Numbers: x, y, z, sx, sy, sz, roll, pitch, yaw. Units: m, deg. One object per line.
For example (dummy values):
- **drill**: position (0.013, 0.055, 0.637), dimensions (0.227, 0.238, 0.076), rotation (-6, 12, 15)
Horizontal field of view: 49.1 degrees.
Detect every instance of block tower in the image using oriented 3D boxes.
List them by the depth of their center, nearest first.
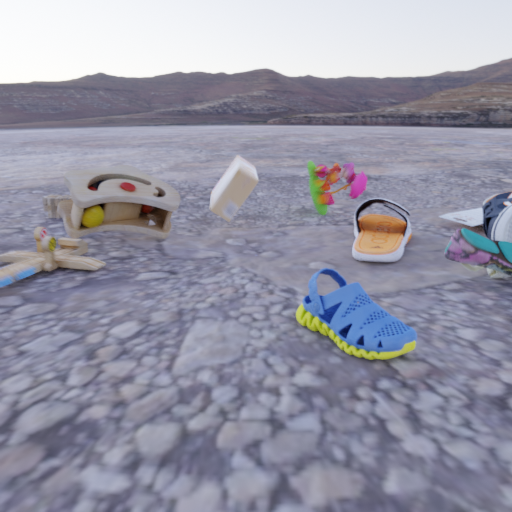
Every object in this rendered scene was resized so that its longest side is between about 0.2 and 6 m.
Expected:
- **block tower**: position (-3.925, -1.145, 12.913), dimensions (1.790, 0.483, 0.517), rotation (1, 17, 2)

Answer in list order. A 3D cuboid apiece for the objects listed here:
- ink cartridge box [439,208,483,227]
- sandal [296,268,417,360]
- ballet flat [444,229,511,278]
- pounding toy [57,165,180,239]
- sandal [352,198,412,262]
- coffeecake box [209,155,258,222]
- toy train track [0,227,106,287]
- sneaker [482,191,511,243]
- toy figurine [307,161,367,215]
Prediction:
- **ink cartridge box**: position (4.693, -0.718, 11.904), dimensions (1.258, 0.297, 1.007), rotation (-12, 20, -23)
- **sandal**: position (1.090, 0.640, 6.429), dimensions (0.677, 0.742, 1.704), rotation (-11, 21, -38)
- **ballet flat**: position (3.563, 0.045, 8.482), dimensions (1.679, 0.597, 0.580), rotation (15, 43, -19)
- **pounding toy**: position (-2.508, -0.718, 10.832), dimensions (1.563, 1.568, 2.733), rotation (38, 33, 25)
- **sandal**: position (2.387, -0.627, 10.497), dimensions (1.132, 0.846, 2.954), rotation (4, 17, 12)
- **coffeecake box**: position (-0.481, -1.453, 11.852), dimensions (0.507, 1.066, 1.388), rotation (33, 16, -14)
- **toy train track**: position (-3.578, 0.016, 8.509), dimensions (1.897, 0.538, 3.307), rotation (5, 14, 12)
- **sneaker**: position (4.527, -0.554, 10.110), dimensions (0.989, 0.977, 2.491), rotation (0, 18, 44)
- **toy figurine**: position (1.912, -1.707, 12.789), dimensions (1.200, 1.304, 0.979), rotation (-15, -3, 24)
